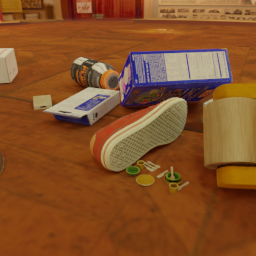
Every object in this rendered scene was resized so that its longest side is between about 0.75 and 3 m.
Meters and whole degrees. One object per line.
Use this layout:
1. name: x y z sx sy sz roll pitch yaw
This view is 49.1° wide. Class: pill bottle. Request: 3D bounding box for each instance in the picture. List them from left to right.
1. pill bottle: -1.160 -1.922 10.302 1.094 1.094 2.059 -20 31 -35

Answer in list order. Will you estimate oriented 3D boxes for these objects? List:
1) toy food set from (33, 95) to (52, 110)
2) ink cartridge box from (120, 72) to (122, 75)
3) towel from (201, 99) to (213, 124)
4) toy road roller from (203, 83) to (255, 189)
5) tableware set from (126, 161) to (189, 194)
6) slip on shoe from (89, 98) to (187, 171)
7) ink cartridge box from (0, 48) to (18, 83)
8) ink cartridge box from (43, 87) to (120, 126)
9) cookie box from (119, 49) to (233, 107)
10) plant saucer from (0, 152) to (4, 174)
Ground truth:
1. toy food set: -2.762 -0.825 9.069 0.552 0.233 0.770 -7 35 -16
2. ink cartridge box: 0.087 -1.823 10.832 0.802 0.456 1.101 1 25 1
3. towel: 3.221 -0.285 7.145 2.116 0.905 1.752 -16 28 -27
4. toy road roller: 2.779 -0.003 4.430 2.935 1.804 2.143 0 -16 8
5. tableware set: 0.540 0.915 5.407 0.763 0.174 1.133 -22 33 -38
6. slip on shoe: 0.379 -0.025 6.410 2.980 1.104 0.912 -28 36 -37
7. ink cartridge box: -6.181 -2.586 11.640 2.651 1.110 1.924 -4 26 -9
8. ink cartridge box: -1.272 -0.628 8.318 1.213 0.478 2.439 11 26 22
9. cookie box: 1.211 -1.389 8.134 2.658 0.999 2.274 -4 -7 -10
10. plant saucer: -3.987 0.744 5.373 2.916 0.533 2.916 0 26 0
